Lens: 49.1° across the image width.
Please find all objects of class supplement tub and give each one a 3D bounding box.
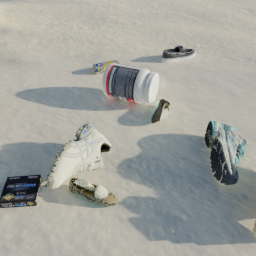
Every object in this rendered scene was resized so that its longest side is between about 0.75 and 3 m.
[{"bbox_3d":[0.094,-1.563,9.908,1.772,1.243,1.243,15,40,19],"label":"supplement tub"}]

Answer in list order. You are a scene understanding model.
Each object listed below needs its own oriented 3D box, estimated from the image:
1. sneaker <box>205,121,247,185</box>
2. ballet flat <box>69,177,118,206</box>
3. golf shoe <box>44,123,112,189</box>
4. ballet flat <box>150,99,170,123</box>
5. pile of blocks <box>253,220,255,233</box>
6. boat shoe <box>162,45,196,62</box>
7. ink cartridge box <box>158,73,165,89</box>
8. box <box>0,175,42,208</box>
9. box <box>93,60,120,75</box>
[{"bbox_3d":[2.734,0.566,7.452,0.987,0.887,2.286,6,38,2],"label":"sneaker"},{"bbox_3d":[-0.854,1.464,6.574,1.275,0.480,0.433,16,43,19],"label":"ballet flat"},{"bbox_3d":[-1.149,0.785,7.077,1.106,0.891,2.275,32,42,1],"label":"golf shoe"},{"bbox_3d":[1.130,-0.565,9.284,0.462,0.460,1.352,18,41,9],"label":"ballet flat"},{"bbox_3d":[3.516,1.360,6.170,0.820,1.083,2.639,17,40,29],"label":"pile of blocks"},{"bbox_3d":[2.391,-3.528,13.010,1.809,0.613,0.649,-14,40,-18],"label":"boat shoe"},{"bbox_3d":[0.942,-1.834,10.988,0.899,0.372,0.658,-5,38,-7],"label":"ink cartridge box"},{"bbox_3d":[-2.568,1.509,6.751,0.844,0.210,0.838,-2,38,-4],"label":"box"},{"bbox_3d":[-0.928,-2.611,12.027,1.090,0.350,0.382,-16,41,-20],"label":"box"}]
